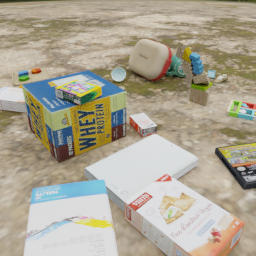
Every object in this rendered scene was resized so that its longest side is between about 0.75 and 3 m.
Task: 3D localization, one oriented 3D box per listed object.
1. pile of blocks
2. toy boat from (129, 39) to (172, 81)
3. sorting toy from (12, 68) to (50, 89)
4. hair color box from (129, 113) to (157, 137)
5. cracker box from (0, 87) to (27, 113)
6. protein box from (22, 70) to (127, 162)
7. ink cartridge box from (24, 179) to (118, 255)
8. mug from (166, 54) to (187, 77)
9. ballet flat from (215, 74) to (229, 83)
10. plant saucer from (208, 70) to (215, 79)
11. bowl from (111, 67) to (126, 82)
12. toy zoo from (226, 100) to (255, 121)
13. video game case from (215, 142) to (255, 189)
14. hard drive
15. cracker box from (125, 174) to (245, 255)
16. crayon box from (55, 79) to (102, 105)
[{"bbox_3d":[3.051,-2.465,12.161,1.205,2.936,0.912,-2,26,47],"label":"pile of blocks"},{"bbox_3d":[1.441,-3.639,15.382,1.920,1.916,2.937,15,17,-41],"label":"toy boat"},{"bbox_3d":[-5.065,-2.614,14.651,1.909,0.343,2.562,-11,33,-17],"label":"sorting toy"},{"bbox_3d":[0.557,-0.140,10.539,0.623,0.359,1.123,-12,32,-20],"label":"hair color box"},{"bbox_3d":[-4.905,-1.245,12.187,1.878,0.542,1.258,8,32,12],"label":"cracker box"},{"bbox_3d":[-1.870,-0.600,9.878,2.668,1.800,2.649,-21,37,-31],"label":"protein box"},{"bbox_3d":[-1.024,2.304,5.323,1.521,1.528,2.083,-6,31,-10],"label":"ink cartridge box"},{"bbox_3d":[2.863,-3.273,15.131,1.195,1.454,0.899,17,31,-17],"label":"mug"},{"bbox_3d":[4.909,-2.614,14.675,1.002,0.327,0.353,-24,38,-34],"label":"ballet flat"},{"bbox_3d":[4.610,-2.970,15.489,0.402,0.109,1.149,8,31,14],"label":"plant saucer"},{"bbox_3d":[-0.464,-2.746,14.714,0.775,0.775,0.417,4,-11,7],"label":"bowl"},{"bbox_3d":[5.159,-0.677,11.578,1.932,0.198,1.268,14,33,22],"label":"toy zoo"},{"bbox_3d":[4.004,1.073,8.625,1.994,0.254,1.802,-7,32,-9],"label":"video game case"},{"bbox_3d":[0.434,1.164,8.354,2.885,0.379,1.903,-24,38,-35],"label":"hard drive"},{"bbox_3d":[1.222,2.133,6.460,1.526,0.657,2.278,-26,39,-36],"label":"cracker box"},{"bbox_3d":[-1.525,-1.127,8.664,1.097,0.320,0.947,21,36,30],"label":"crayon box"}]
